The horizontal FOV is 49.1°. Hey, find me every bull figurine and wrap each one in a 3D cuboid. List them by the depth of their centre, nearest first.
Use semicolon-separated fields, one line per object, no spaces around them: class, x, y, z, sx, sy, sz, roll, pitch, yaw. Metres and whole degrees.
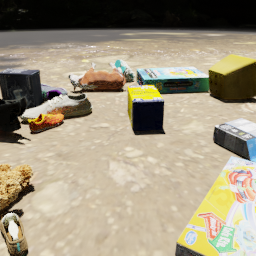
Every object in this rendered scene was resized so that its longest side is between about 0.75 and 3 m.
bull figurine;-1.366;-2.270;12.646;2.533;0.825;1.538;5;49;-3

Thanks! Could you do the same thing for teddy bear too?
teddy bear;-2.673;1.167;5.124;1.533;0.706;2.114;12;26;31

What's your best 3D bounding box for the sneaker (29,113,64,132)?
sneaker;-2.477;-0.252;8.662;0.459;0.485;1.258;14;26;31

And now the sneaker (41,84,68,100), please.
sneaker;-3.269;-1.403;10.992;1.688;0.628;0.739;3;13;6

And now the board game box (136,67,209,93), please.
board game box;1.997;-2.276;13.049;2.922;0.686;2.206;-3;24;-7

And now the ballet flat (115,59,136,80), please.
ballet flat;-0.189;-3.004;14.879;0.871;0.871;2.429;-5;27;-12

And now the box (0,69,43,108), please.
box;-3.976;-1.487;10.457;1.317;1.295;0.773;3;24;7

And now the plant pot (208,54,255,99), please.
plant pot;4.215;-2.018;11.594;1.381;1.566;1.566;-18;28;-13

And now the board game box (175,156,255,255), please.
board game box;2.251;1.507;4.555;1.949;0.496;2.899;14;27;30

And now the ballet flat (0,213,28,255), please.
ballet flat;-1.859;1.610;4.500;0.347;0.370;1.023;-13;26;-27

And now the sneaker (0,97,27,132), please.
sneaker;-3.693;-0.438;8.048;1.865;0.973;0.560;5;27;18

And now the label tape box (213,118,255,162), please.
label tape box;3.215;0.301;7.335;1.129;0.521;1.576;-13;25;-27

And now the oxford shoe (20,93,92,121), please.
oxford shoe;-2.408;-0.734;9.497;2.458;0.710;0.924;-13;29;-22

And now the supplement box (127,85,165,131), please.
supplement box;0.522;-0.699;9.057;0.958;0.964;1.760;-2;23;-5
